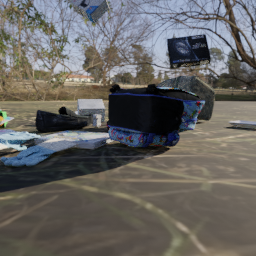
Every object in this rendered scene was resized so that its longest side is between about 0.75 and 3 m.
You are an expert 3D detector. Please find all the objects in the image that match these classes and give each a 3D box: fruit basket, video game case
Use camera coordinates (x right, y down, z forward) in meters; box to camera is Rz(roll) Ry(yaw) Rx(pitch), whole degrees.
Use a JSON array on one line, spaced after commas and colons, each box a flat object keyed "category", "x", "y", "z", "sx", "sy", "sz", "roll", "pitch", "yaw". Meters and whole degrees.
[{"category": "fruit basket", "x": -5.652, "y": -0.304, "z": 11.278, "sx": 1.482, "sy": 0.750, "sz": 1.600, "roll": 1, "pitch": 10, "yaw": 6}, {"category": "video game case", "x": -1.469, "y": 0.321, "z": 8.377, "sx": 1.893, "sy": 0.208, "sz": 1.725, "roll": 3, "pitch": 8, "yaw": 19}]

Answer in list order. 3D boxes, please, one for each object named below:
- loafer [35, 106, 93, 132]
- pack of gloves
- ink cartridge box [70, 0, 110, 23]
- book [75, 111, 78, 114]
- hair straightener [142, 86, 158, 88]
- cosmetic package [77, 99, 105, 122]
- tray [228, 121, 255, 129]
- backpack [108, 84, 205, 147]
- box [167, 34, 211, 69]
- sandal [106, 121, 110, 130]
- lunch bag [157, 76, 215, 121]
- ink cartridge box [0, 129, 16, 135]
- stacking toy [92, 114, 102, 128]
[{"category": "loafer", "x": -2.472, "y": -0.410, "z": 11.277, "sx": 0.895, "sy": 0.925, "sz": 2.635, "roll": 7, "pitch": 10, "yaw": 42}, {"category": "pack of gloves", "x": -2.486, "y": 0.564, "z": 6.576, "sx": 1.733, "sy": 0.407, "sz": 2.062, "roll": 15, "pitch": 15, "yaw": 19}, {"category": "ink cartridge box", "x": -1.110, "y": -3.571, "z": 8.157, "sx": 0.923, "sy": 0.670, "sz": 0.386, "roll": 38, "pitch": -10, "yaw": 26}, {"category": "book", "x": -2.286, "y": -0.705, "z": 15.806, "sx": 1.356, "sy": 0.488, "sz": 2.029, "roll": -3, "pitch": 11, "yaw": -13}, {"category": "hair straightener", "x": 0.999, "y": -1.630, "z": 12.466, "sx": 0.796, "sy": 0.423, "sz": 2.070, "roll": -13, "pitch": 11, "yaw": -41}, {"category": "cosmetic package", "x": -1.889, "y": -0.887, "z": 14.236, "sx": 1.287, "sy": 0.793, "sz": 1.291, "roll": -1, "pitch": 29, "yaw": -13}, {"category": "tray", "x": 5.384, "y": -0.113, "z": 11.776, "sx": 1.076, "sy": 0.222, "sz": 2.004, "roll": -8, "pitch": 11, "yaw": -41}, {"category": "backpack", "x": 0.870, "y": -0.365, "z": 8.030, "sx": 2.441, "sy": 1.642, "sz": 2.228, "roll": 0, "pitch": 7, "yaw": -35}, {"category": "box", "x": 3.231, "y": -4.118, "z": 15.053, "sx": 2.112, "sy": 1.692, "sz": 0.460, "roll": -5, "pitch": -23, "yaw": 5}, {"category": "sandal", "x": -0.478, "y": -0.159, "z": 10.315, "sx": 0.738, "sy": 0.443, "sz": 1.965, "roll": -30, "pitch": 10, "yaw": 1}, {"category": "lunch bag", "x": 2.798, "y": -1.444, "z": 14.077, "sx": 2.267, "sy": 1.884, "sz": 2.703, "roll": 11, "pitch": -2, "yaw": 43}, {"category": "ink cartridge box", "x": -4.168, "y": 0.248, "z": 8.795, "sx": 1.258, "sy": 0.272, "sz": 1.235, "roll": -4, "pitch": 9, "yaw": -39}, {"category": "stacking toy", "x": -0.168, "y": -0.286, "z": 12.179, "sx": 1.804, "sy": 0.562, "sz": 2.392, "roll": 6, "pitch": 7, "yaw": 29}]
